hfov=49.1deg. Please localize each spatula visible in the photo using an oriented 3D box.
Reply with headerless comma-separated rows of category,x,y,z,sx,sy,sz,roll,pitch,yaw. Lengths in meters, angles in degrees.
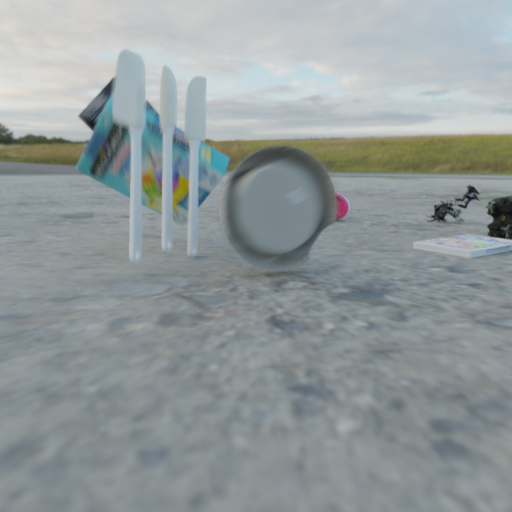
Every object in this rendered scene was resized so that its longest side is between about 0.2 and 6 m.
spatula,-1.388,-1.374,8.398,0.235,2.930,2.038,6,7,26

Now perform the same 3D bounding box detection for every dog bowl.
dog bowl,0.259,-0.659,7.832,1.711,1.711,0.502,-4,8,-21

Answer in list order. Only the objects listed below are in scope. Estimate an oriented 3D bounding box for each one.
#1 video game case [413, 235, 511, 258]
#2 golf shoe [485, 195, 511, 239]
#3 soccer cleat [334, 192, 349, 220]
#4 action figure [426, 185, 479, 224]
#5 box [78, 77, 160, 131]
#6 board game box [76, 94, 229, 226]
video game case,3.785,-0.190,10.001,1.619,0.146,1.159,-7,12,-36
golf shoe,5.562,-0.703,10.229,1.338,1.101,2.831,-3,12,-15
soccer cleat,1.460,-1.371,14.677,2.307,0.806,0.996,9,5,30
action figure,4.844,-1.126,13.721,1.314,0.671,0.781,-38,21,34
box,-2.671,-2.733,11.074,0.680,1.094,1.103,24,-19,46
board game box,-1.938,-1.698,10.379,2.315,0.543,1.747,28,-42,-17
